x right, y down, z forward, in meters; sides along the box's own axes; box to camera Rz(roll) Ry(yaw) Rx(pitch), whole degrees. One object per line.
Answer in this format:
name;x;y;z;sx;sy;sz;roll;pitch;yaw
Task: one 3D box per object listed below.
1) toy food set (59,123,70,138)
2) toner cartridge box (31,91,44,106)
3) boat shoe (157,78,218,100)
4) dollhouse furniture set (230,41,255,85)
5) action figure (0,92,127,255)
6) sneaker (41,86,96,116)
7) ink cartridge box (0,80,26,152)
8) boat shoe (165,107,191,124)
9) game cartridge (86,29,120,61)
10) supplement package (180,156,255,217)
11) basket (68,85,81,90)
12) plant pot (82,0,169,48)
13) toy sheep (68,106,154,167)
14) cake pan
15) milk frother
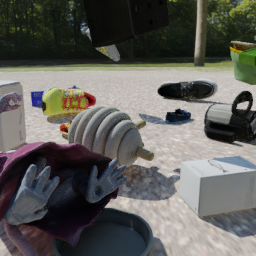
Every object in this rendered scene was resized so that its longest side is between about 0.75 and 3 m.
toy food set;-1.195;-0.030;8.012;1.494;0.367;1.509;13;19;38
toner cartridge box;-3.529;-1.319;12.249;1.346;0.639;0.291;-5;15;-18
boat shoe;2.743;-1.823;13.510;2.965;1.037;0.982;10;26;35
dollhouse furniture set;2.611;-1.334;6.266;0.765;0.998;1.524;-20;27;-12
action figure;-1.455;0.814;3.929;2.850;1.909;2.122;-2;53;42
sneaker;-2.123;-1.026;10.462;1.206;1.043;2.670;9;17;23
ink cartridge box;-3.768;-0.353;6.870;2.202;1.592;0.927;3;15;11
boat shoe;1.752;-0.448;9.429;0.527;0.430;1.253;13;20;39
game cartridge;-0.999;-3.274;10.838;0.319;1.051;1.577;-42;53;-11
supplement package;1.411;0.853;4.272;1.073;0.630;0.627;-4;16;-15
basket;-2.349;-1.408;12.330;0.651;0.825;0.936;-6;-2;-23
plant pot;0.036;-2.627;6.097;1.515;1.519;1.348;-27;32;-28
toy sheep;-0.369;0.207;5.442;2.009;1.385;1.385;13;20;31
cake pan;-0.288;1.333;3.290;1.168;0.214;1.168;0;15;0
milk frother;2.710;-0.405;7.507;1.250;1.385;1.302;-19;24;-41
